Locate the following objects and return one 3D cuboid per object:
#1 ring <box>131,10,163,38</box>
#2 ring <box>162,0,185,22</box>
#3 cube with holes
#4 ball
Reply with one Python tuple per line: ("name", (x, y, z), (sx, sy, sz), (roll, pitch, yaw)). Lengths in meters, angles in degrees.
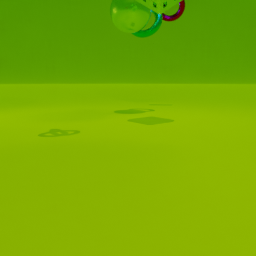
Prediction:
("ring", (0.578, -3.724, 9.721), (1.258, 1.258, 0.252), (3, -11, 19))
("ring", (1.720, -5.014, 11.515), (1.250, 1.250, 0.250), (2, 39, 11))
("cube with holes", (0.741, -3.533, 6.437), (1.065, 1.065, 1.065), (-38, 60, -16))
("ball", (0.081, -3.756, 9.012), (1.325, 1.325, 1.325), (0, 10, 0))
